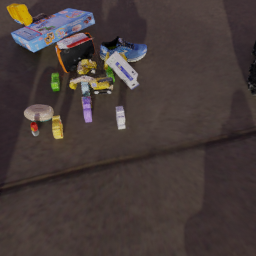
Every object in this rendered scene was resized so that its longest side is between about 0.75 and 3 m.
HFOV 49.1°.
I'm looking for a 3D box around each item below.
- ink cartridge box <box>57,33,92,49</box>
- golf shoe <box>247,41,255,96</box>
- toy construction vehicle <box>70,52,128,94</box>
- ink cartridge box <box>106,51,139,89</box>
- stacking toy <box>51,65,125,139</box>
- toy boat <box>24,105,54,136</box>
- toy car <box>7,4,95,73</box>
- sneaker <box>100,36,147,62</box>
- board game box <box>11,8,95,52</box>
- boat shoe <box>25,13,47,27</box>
[{"bbox_3d":[-1.593,-2.634,8.402,0.797,0.246,0.983,-33,25,-26],"label":"ink cartridge box"},{"bbox_3d":[4.647,-2.117,8.845,1.414,1.164,2.994,18,58,12],"label":"golf shoe"},{"bbox_3d":[-0.905,-1.784,8.656,1.630,0.574,1.419,1,61,12],"label":"toy construction vehicle"},{"bbox_3d":[-0.115,-1.729,8.488,1.195,0.594,0.234,47,67,-12],"label":"ink cartridge box"},{"bbox_3d":[-1.259,-0.926,8.335,1.982,0.618,2.629,-9,55,-6],"label":"stacking toy"},{"bbox_3d":[-2.587,-0.249,8.010,0.824,0.456,0.980,3,47,-3],"label":"toy boat"},{"bbox_3d":[-2.264,-3.031,8.654,0.998,2.998,1.470,27,76,35],"label":"toy car"},{"bbox_3d":[-0.145,-2.691,9.498,1.637,0.730,0.643,-5,55,-4],"label":"sneaker"},{"bbox_3d":[-2.662,-3.541,9.910,2.436,0.446,1.842,-34,41,-21],"label":"board game box"},{"bbox_3d":[-3.418,-3.986,10.608,0.400,0.406,1.090,27,61,18],"label":"boat shoe"}]
